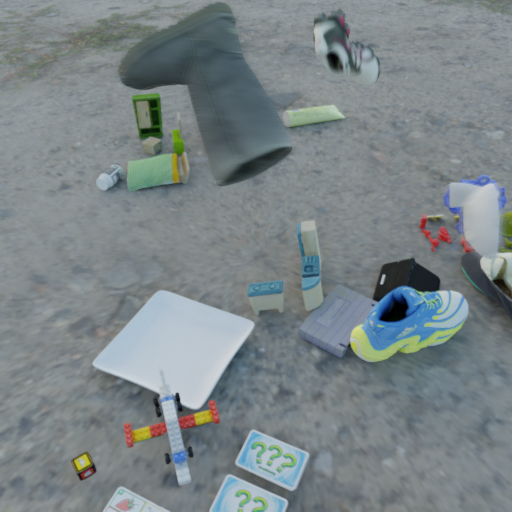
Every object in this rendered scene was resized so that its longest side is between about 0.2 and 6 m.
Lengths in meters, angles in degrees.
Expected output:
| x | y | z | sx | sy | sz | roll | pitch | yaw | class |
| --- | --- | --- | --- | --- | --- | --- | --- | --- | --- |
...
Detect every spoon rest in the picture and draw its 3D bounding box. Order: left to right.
| x | y | z | sx | sy | sz | roll | pitch | yaw | class |
| --- | --- | --- | --- | --- | --- | --- | --- | --- | --- |
| 3.321 | -0.664 | 8.218 | 0.634 | 1.039 | 2.092 | -4 | 21 | 10 | spoon rest |

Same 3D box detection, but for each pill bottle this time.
| x | y | z | sx | sy | sz | roll | pitch | yaw | class |
| --- | --- | --- | --- | --- | --- | --- | --- | --- | --- |
| -3.629 | -1.936 | 13.877 | 0.387 | 0.387 | 0.685 | 15 | 42 | 18 | pill bottle |

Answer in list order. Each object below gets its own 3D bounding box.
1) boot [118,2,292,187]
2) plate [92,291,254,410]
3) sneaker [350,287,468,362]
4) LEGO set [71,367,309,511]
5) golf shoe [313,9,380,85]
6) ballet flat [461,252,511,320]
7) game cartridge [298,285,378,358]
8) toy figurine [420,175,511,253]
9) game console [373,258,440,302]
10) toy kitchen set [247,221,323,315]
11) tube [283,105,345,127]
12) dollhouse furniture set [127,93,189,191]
| x | y | z | sx | sy | sz | roll | pitch | yaw | class |
| --- | --- | --- | --- | --- | --- | --- | --- | --- | --- |
| -1.067 | -2.838 | 10.819 | 2.932 | 3.225 | 1.170 | -22 | -5 | 27 | boot |
| -1.355 | 1.591 | 9.636 | 2.063 | 0.334 | 2.067 | 16 | 43 | 20 | plate |
| 2.795 | 0.999 | 9.498 | 2.450 | 1.287 | 0.928 | -22 | 59 | -22 | sneaker |
| -0.999 | 2.917 | 7.616 | 2.943 | 0.722 | 2.198 | 19 | 48 | 18 | LEGO set |
| 1.724 | -3.845 | 11.021 | 0.798 | 2.068 | 0.911 | -2 | 70 | 42 | golf shoe |
| 4.845 | 0.565 | 10.390 | 1.039 | 1.039 | 2.845 | -9 | 40 | -11 | ballet flat |
| 1.516 | 1.160 | 10.241 | 0.950 | 0.281 | 1.466 | 22 | 44 | 30 | game cartridge |
| 4.878 | -0.993 | 11.866 | 2.497 | 1.496 | 1.317 | 3 | 40 | 4 | toy figurine |
| 2.949 | 0.650 | 10.959 | 1.018 | 0.674 | 1.158 | -14 | 30 | 33 | game console |
| 0.546 | 0.205 | 10.763 | 1.346 | 0.990 | 1.680 | -7 | 31 | 9 | toy kitchen set |
| 1.702 | -4.149 | 16.575 | 1.815 | 0.527 | 0.471 | -14 | 3 | -21 | tube |
| -2.646 | -3.043 | 14.579 | 1.555 | 1.201 | 3.111 | -7 | 40 | -8 | dollhouse furniture set |
